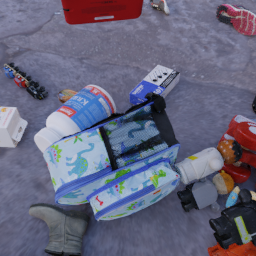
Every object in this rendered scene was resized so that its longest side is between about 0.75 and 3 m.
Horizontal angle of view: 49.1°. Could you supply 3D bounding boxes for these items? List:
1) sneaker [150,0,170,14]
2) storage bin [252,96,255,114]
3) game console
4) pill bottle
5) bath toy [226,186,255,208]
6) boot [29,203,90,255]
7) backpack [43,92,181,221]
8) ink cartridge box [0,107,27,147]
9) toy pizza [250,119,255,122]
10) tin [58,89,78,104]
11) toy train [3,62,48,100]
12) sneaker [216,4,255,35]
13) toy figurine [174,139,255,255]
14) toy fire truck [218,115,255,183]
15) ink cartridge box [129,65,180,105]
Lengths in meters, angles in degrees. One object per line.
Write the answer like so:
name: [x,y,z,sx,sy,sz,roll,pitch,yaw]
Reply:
sneaker: [1.550,-6.125,14.062,0.710,0.668,1.733,-28,47,11]
storage bin: [5.238,-0.623,8.023,1.276,1.840,2.722,-26,53,-22]
game console: [-0.724,-3.908,7.424,2.193,1.890,1.302,-8,74,-6]
pill bottle: [-1.477,-0.139,7.965,1.276,1.276,2.274,26,52,22]
bath toy: [3.123,1.988,6.531,1.559,0.678,0.576,34,20,27]
boot: [-1.675,2.301,6.285,1.524,0.516,0.996,9,54,10]
backpack: [-0.282,0.898,6.207,2.777,2.541,2.041,-19,70,-3]
ink cartridge box: [-3.745,-0.045,8.158,1.371,0.859,0.881,2,47,2]
toy pizza: [3.916,0.117,8.497,0.967,0.153,0.967,1,48,-1]
tin: [-1.896,-1.006,9.505,1.025,0.215,0.574,22,55,19]
toy train: [-3.739,-1.685,10.011,2.426,0.414,0.556,36,69,28]
sneaker: [5.173,-5.069,12.696,0.929,1.003,2.489,-21,50,-21]
toy figurine: [2.106,1.514,5.803,1.572,2.260,2.225,-23,46,-5]
toy fire truck: [3.706,0.611,7.313,2.551,1.430,2.142,29,38,23]
ink cartridge box: [0.952,-1.421,9.718,0.920,0.433,1.957,26,53,23]
